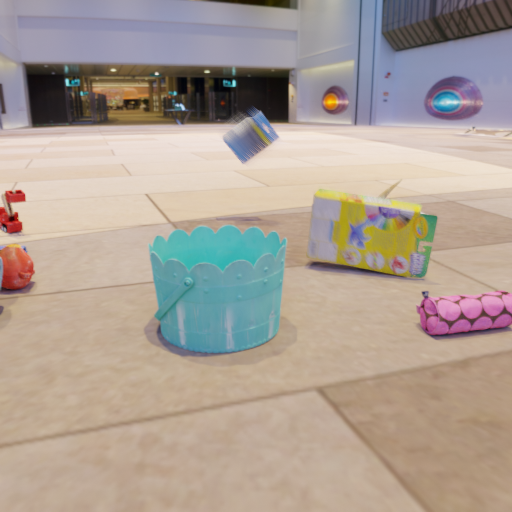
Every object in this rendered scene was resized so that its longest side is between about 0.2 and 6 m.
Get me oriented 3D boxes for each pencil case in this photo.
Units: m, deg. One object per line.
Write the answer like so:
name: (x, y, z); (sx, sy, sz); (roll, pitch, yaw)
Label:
pencil case: (3.087, 0.798, 8.220); (1.373, 0.623, 0.643); (-2, 2, -12)

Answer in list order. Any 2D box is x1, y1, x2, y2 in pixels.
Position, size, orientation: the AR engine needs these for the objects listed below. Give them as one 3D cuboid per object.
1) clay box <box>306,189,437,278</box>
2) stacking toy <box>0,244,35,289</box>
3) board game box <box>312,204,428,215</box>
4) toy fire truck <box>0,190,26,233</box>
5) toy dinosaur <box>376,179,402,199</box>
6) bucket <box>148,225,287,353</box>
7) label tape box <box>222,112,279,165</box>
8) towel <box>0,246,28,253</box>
clay box: (2.164, -0.426, 10.582); (2.273, 1.306, 0.541); (11, 24, 15)
stacking toy: (-4.153, -0.162, 8.927); (1.002, 2.147, 2.371); (10, 14, -13)
board game box: (2.825, -0.986, 14.182); (2.124, 0.461, 2.113); (-7, 18, -21)
toy fire truck: (-6.023, -1.133, 13.617); (0.374, 1.083, 1.536); (-13, 22, -40)
toy dinosaur: (2.489, -0.951, 12.140); (0.530, 1.821, 0.921); (29, 27, -30)
bucket: (-0.546, 0.419, 8.118); (2.070, 1.347, 2.070); (0, 16, 0)
label tape box: (-0.137, -3.035, 14.290); (1.187, 0.850, 0.392); (-35, 26, 13)
towel: (-5.496, 0.043, 11.338); (1.074, 0.177, 1.484); (3, 17, 11)
